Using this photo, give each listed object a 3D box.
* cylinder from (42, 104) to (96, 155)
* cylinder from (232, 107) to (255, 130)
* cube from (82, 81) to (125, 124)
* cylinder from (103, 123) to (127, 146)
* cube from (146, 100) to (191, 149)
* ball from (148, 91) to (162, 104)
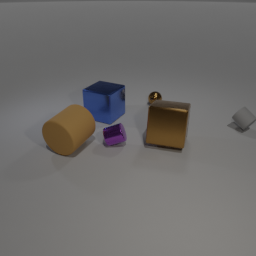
[{"bbox_3d":[-2.114,0.047,10.143,1.400,1.400,1.400,13,35,23],"label":"cylinder"},{"bbox_3d":[4.770,-0.401,11.483,0.700,0.700,0.700,-23,65,-36],"label":"cylinder"},{"bbox_3d":[-1.048,-1.182,12.606,1.400,1.400,1.400,14,31,24],"label":"cube"},{"bbox_3d":[-0.486,0.242,10.439,0.700,0.700,0.700,-17,26,12],"label":"cylinder"},{"bbox_3d":[1.527,-0.195,10.488,1.400,1.400,1.400,8,18,14],"label":"cube"},{"bbox_3d":[1.344,-1.470,13.917,0.700,0.700,0.700,0,28,0],"label":"ball"}]
